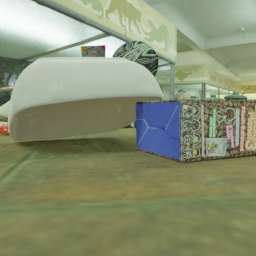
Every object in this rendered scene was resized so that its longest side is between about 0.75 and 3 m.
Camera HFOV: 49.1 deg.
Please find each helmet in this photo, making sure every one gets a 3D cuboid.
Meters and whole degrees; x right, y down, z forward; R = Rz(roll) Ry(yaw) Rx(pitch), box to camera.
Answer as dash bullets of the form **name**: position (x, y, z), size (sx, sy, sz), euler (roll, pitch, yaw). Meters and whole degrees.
- **helmet**: position (0.268, -2.914, 13.177), size (2.385, 2.385, 2.274), euler (1, -2, 15)

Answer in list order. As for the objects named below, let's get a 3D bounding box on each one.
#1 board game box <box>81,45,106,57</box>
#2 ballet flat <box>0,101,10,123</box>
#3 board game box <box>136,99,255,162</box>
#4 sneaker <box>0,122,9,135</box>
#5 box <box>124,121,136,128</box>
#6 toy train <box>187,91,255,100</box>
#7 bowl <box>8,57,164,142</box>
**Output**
- **board game box**: position (-1.818, -3.924, 14.873), size (1.299, 0.168, 1.299), euler (-5, -20, -7)
- **ballet flat**: position (-3.923, -0.584, 10.569), size (2.878, 1.084, 0.976), euler (-2, 37, -35)
- **board game box**: position (1.216, -0.030, 4.702), size (1.774, 0.859, 1.415), euler (-3, 5, -25)
- **sneaker**: position (-3.354, 0.015, 7.852), size (1.088, 0.363, 0.583), euler (1, 0, -25)
- **box**: position (-0.852, -1.125, 10.349), size (2.948, 2.325, 0.734), euler (-2, 4, -39)
- **toy train**: position (3.014, -0.466, 9.096), size (1.606, 1.201, 2.818), euler (2, -1, -42)
- **bowl**: position (-0.976, -0.571, 5.608), size (2.734, 1.022, 2.738), euler (-7, -10, -25)
